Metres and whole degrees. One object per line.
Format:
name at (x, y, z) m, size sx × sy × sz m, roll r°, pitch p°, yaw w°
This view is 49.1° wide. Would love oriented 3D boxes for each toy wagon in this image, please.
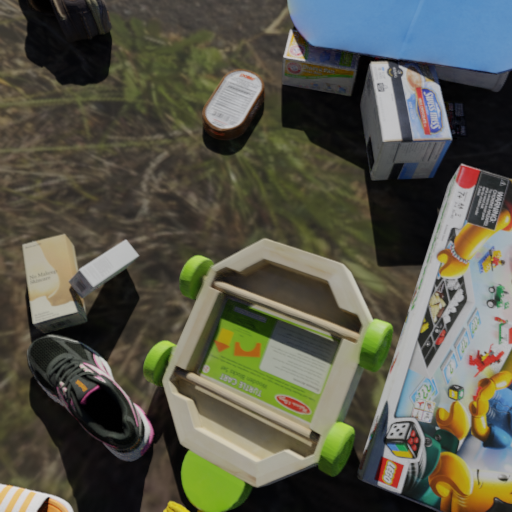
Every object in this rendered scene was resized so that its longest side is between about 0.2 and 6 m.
toy wagon at (-0.086, 1.857, 7.918) m, size 3.199 × 0.816 × 4.123 m, roll 19°, pitch 83°, yaw 27°

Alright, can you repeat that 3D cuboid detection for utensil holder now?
utensil holder at (4.185, -3.879, 10.852) m, size 1.325 × 1.126 × 1.126 m, roll 14°, pitch 66°, yaw 7°

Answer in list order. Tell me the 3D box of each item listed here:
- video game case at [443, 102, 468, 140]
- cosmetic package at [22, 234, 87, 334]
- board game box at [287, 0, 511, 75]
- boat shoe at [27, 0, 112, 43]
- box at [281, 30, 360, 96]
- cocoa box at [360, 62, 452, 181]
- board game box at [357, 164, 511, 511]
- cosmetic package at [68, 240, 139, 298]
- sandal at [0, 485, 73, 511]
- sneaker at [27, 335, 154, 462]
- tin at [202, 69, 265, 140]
video game case at (3.654, -2.626, 10.823) m, size 0.765 × 0.108 × 0.846 m, roll 3°, pitch 66°, yaw 1°
cosmetic package at (-3.302, 0.448, 9.166) m, size 0.764 × 0.516 × 1.452 m, roll -17°, pitch 66°, yaw -8°
board game box at (3.416, -4.962, 11.315) m, size 5.561 × 1.083 × 4.394 m, roll 15°, pitch 61°, yaw 17°
boat shoe at (-4.305, -5.706, 11.659) m, size 1.199 × 1.218 × 3.271 m, roll -34°, pitch 68°, yaw -14°
box at (1.269, -3.792, 11.013) m, size 1.440 × 0.730 × 0.810 m, roll 12°, pitch 65°, yaw 6°
cocoa box at (2.646, -2.434, 10.116) m, size 1.185 × 1.205 × 1.807 m, roll -2°, pitch 65°, yaw -1°
board game box at (3.707, 1.388, 8.068) m, size 3.095 × 0.849 × 4.903 m, roll 19°, pitch 77°, yaw 10°
cosmetic package at (-2.445, 0.206, 9.019) m, size 0.366 × 0.521 × 1.028 m, roll 52°, pitch 45°, yaw -3°
sandal at (-3.714, 3.562, 7.631) m, size 2.350 × 0.673 × 0.900 m, roll 11°, pitch 66°, yaw 5°
sneaker at (-2.452, 1.928, 8.200) m, size 2.384 × 1.029 × 0.958 m, roll 34°, pitch 68°, yaw 15°
tin at (-0.424, -2.959, 10.878) m, size 0.907 × 0.339 × 1.619 m, roll 25°, pitch 67°, yaw 6°
